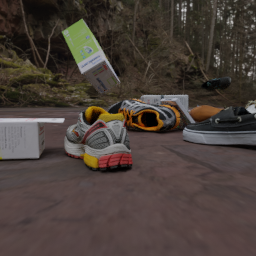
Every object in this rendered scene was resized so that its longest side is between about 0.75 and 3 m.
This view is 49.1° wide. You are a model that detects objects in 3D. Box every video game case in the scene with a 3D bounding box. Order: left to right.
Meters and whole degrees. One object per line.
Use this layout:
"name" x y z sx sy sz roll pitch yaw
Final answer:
"video game case" 1.491 -0.389 8.168 0.130 1.133 1.032 -42 15 -9

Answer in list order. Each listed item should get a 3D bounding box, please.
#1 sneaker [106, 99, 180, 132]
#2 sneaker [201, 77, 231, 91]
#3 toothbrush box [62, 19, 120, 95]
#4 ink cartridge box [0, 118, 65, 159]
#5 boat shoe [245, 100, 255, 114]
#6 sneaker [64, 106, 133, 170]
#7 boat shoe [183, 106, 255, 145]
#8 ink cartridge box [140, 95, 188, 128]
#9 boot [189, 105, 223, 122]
"sneaker" 0.260 -0.338 8.052 2.359 0.923 0.911 2 14 32
"sneaker" 3.596 -1.779 11.483 0.529 0.503 1.335 -2 -5 -32
"toothbrush box" -1.162 -2.231 8.903 0.823 1.912 1.392 -29 -27 6
"ink cartridge box" -1.815 0.142 4.297 1.647 0.559 0.948 -1 5 -11
"boat shoe" 4.232 -0.482 9.250 2.672 0.914 0.998 -3 6 -28
"sneaker" -0.447 0.068 4.057 0.717 0.757 1.843 -3 5 -28
"boat shoe" 2.095 -0.073 5.243 0.871 0.719 2.539 -4 2 -38
"ink cartridge box" 1.161 -0.533 9.068 1.456 1.067 0.605 -2 6 -6
"boot" 3.409 -0.439 10.914 1.890 0.725 1.467 7 9 2
